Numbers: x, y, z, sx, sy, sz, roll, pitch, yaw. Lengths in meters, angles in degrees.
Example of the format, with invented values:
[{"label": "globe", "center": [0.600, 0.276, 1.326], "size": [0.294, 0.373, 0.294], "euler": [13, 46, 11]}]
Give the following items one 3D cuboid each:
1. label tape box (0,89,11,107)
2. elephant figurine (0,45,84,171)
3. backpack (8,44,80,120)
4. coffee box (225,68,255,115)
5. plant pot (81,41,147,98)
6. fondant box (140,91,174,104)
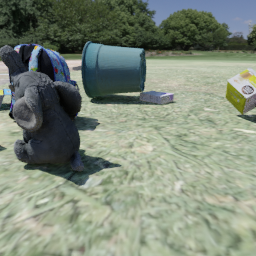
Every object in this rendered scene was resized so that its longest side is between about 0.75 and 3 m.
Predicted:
[{"label": "label tape box", "center": [-5.788, -1.189, 11.713], "size": [2.011, 0.665, 1.440], "euler": [-5, 19, -24]}, {"label": "elephant figurine", "center": [-1.828, -0.436, 5.921], "size": [1.780, 2.295, 1.624], "euler": [-1, 29, -3]}, {"label": "backpack", "center": [-2.862, -1.502, 9.444], "size": [2.319, 2.540, 1.709], "euler": [8, 19, 29]}, {"label": "coffee box", "center": [4.133, -1.273, 9.796], "size": [0.982, 0.993, 0.992], "euler": [-29, 56, -6]}, {"label": "plant pot", "center": [-0.525, -2.689, 13.179], "size": [2.600, 2.655, 2.655], "euler": [3, 17, 10]}, {"label": "fondant box", "center": [1.327, -1.437, 12.989], "size": [1.309, 0.381, 0.944], "euler": [17, 24, 42]}]
